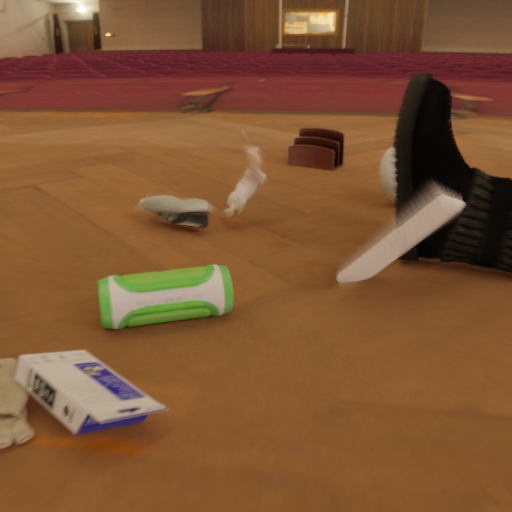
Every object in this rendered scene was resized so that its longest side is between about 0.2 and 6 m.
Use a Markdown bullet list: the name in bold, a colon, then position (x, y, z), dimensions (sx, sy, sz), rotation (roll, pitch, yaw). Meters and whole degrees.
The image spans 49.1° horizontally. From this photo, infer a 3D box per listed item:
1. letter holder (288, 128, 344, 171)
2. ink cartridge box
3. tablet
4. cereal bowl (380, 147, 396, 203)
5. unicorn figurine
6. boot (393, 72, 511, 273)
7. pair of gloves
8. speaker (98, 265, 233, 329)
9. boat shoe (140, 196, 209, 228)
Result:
- **letter holder**: position (1.792, -3.222, 16.724), dimensions (1.509, 1.072, 0.759), rotation (13, 26, 29)
- **ink cartridge box**: position (-1.778, 1.467, 5.946), dimensions (1.694, 0.332, 0.842), rotation (18, 8, 41)
- **tablet**: position (2.182, -0.213, 8.438), dimensions (1.280, 1.967, 0.134), rotation (0, 52, -57)
- **cereal bowl**: position (3.558, -1.876, 12.808), dimensions (1.459, 1.459, 0.608), rotation (-15, 4, -33)
- **unicorn figurine**: position (-0.210, -1.510, 11.588), dimensions (0.652, 1.765, 1.212), rotation (17, -1, 2)
- **boot**: position (3.583, -1.276, 9.005), dimensions (2.498, 3.341, 1.257), rotation (5, 31, 24)
- **pair of gloves**: position (-3.380, 1.661, 5.796), dimensions (1.903, 0.334, 1.618), rotation (-7, 18, -30)
- **speaker**: position (-1.269, 0.567, 7.881), dimensions (1.801, 0.796, 0.796), rotation (-6, 23, -15)
- **boat shoe**: position (-1.719, -0.906, 11.561), dimensions (1.735, 0.523, 0.656), rotation (13, 28, 38)
